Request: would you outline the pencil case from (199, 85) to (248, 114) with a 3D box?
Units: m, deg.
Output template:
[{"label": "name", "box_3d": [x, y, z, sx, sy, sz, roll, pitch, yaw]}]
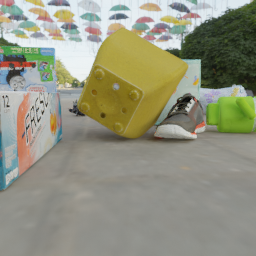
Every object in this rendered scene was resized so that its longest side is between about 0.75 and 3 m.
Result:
[{"label": "pencil case", "box_3d": [3.516, -1.146, 11.589, 2.598, 1.178, 1.080, 5, 32, 45]}]

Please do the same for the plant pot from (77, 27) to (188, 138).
[{"label": "plant pot", "box_3d": [-0.060, -0.777, 5.488, 1.673, 1.662, 1.711, 32, 30, 6]}]

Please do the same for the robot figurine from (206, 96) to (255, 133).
[{"label": "robot figurine", "box_3d": [2.521, -0.308, 6.374, 1.418, 0.820, 1.244, 1, -4, 12]}]

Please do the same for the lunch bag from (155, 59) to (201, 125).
[{"label": "lunch bag", "box_3d": [0.958, -1.058, 8.005, 2.213, 1.885, 1.349, 1, 15, 3]}]

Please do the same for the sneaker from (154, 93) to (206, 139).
[{"label": "sneaker", "box_3d": [1.099, -0.280, 5.853, 0.840, 0.892, 2.179, 3, 8, 23]}]

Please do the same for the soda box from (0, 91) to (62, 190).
[{"label": "soda box", "box_3d": [-1.662, -0.047, 3.877, 1.003, 0.933, 2.934, -1, 8, -3]}]

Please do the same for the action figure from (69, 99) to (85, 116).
[{"label": "action figure", "box_3d": [-1.858, -0.818, 11.124, 0.798, 0.685, 1.343, 12, 7, 9]}]

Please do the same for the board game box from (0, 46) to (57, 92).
[{"label": "board game box", "box_3d": [-2.820, -1.150, 7.798, 1.616, 2.137, 0.391, -2, 8, -9]}]
